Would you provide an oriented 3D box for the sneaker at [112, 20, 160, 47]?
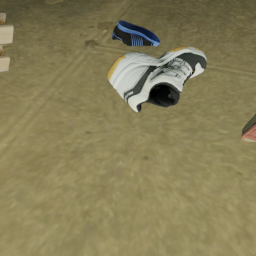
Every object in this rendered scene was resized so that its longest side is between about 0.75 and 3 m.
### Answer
[{"bbox_3d":[0.203,-2.326,7.245,1.287,0.502,0.451,14,48,-26],"label":"sneaker"}]

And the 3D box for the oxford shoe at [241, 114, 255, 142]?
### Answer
[{"bbox_3d":[3.014,-0.471,5.506,0.737,2.082,0.769,14,48,-26],"label":"oxford shoe"}]

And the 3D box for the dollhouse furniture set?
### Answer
[{"bbox_3d":[-3.731,-1.905,6.020,1.511,2.322,2.133,-20,66,-38],"label":"dollhouse furniture set"}]

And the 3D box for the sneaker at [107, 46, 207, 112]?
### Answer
[{"bbox_3d":[0.679,-0.780,4.796,2.120,0.802,0.929,-19,67,-33],"label":"sneaker"}]
